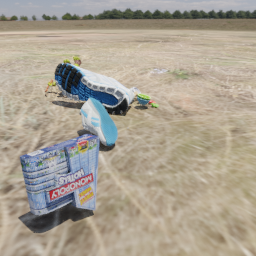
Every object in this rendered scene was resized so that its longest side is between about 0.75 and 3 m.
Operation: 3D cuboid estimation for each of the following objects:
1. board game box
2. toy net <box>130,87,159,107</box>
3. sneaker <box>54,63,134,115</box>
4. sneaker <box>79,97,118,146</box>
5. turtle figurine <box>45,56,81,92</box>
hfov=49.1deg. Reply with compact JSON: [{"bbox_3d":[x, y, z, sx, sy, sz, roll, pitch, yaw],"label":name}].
[{"bbox_3d":[-0.866,0.779,4.051,0.346,1.122,1.122,7,20,45],"label":"board game box"},{"bbox_3d":[0.460,-1.105,9.438,0.811,0.299,1.547,5,23,-24],"label":"toy net"},{"bbox_3d":[-1.055,-1.314,9.002,2.786,1.044,1.207,27,28,12],"label":"sneaker"},{"bbox_3d":[-0.714,-0.066,6.652,0.553,0.583,1.444,22,29,-45],"label":"sneaker"},{"bbox_3d":[-2.180,-1.921,10.245,1.894,0.610,1.527,-16,45,39],"label":"turtle figurine"}]
